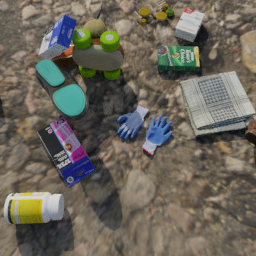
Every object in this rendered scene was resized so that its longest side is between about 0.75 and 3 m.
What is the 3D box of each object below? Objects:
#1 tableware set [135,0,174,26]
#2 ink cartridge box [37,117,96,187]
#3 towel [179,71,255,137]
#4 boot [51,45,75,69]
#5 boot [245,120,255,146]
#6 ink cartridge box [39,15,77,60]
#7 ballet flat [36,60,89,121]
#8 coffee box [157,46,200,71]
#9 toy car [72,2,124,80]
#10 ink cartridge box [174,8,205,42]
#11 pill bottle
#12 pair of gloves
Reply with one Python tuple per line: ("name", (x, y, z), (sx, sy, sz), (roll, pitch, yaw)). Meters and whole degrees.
("tableware set", (1.132, -4.808, 11.826), (1.553, 0.238, 1.046), (-32, 73, -14))
("ink cartridge box", (-2.059, 0.751, 9.309), (1.029, 0.403, 2.172), (-31, 72, -13))
("towel", (3.180, -0.914, 10.004), (2.240, 0.402, 2.326), (-11, 67, -5))
("boot", (-2.395, -2.775, 10.806), (1.374, 0.516, 0.737), (-22, 62, -16))
("boot", (4.265, 0.362, 8.749), (1.315, 0.453, 1.411), (45, 30, 9))
("ink cartridge box", (-2.457, -3.049, 9.612), (0.466, 2.109, 0.991), (18, 84, -32))
("ballet flat", (-2.012, -1.049, 8.860), (1.092, 1.092, 2.989), (-32, 55, -13))
("coffee box", (1.929, -2.695, 10.807), (1.587, 0.349, 0.976), (3, 66, 1))
("toy car", (-0.976, -3.302, 10.253), (1.841, 1.916, 2.333), (6, 64, 2))
("ink cartridge box", (2.490, -4.178, 11.379), (0.846, 0.491, 1.173), (23, 68, 10))
("pill bottle", (-2.742, 2.363, 8.307), (1.542, 0.881, 0.881), (-2, 66, 0))
("pair of gloves", (0.559, -0.014, 9.718), (1.871, 0.213, 1.504), (31, 70, 12))
